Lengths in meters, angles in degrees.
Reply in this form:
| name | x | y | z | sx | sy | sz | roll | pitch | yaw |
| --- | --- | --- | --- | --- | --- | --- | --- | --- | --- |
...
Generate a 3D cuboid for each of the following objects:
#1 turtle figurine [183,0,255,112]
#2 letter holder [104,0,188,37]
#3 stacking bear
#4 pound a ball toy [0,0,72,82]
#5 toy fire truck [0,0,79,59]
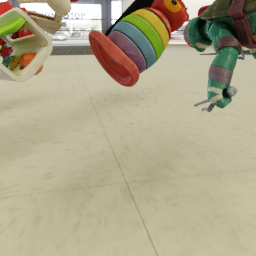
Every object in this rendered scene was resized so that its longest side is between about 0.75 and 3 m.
| name | x | y | z | sx | sy | sz | roll | pitch | yaw |
| --- | --- | --- | --- | --- | --- | --- | --- | --- | --- |
| turtle figurine | 1.612 | -1.129 | 3.564 | 2.053 | 1.381 | 2.742 | -43 | 29 | -28 |
| letter holder | 0.546 | -3.153 | 8.268 | 2.045 | 1.028 | 1.453 | -28 | 11 | 48 |
| stacking bear | 0.177 | -0.903 | 2.680 | 0.971 | 0.589 | 0.552 | -45 | -5 | -11 |
| pound a ball toy | -1.809 | -1.462 | 4.739 | 2.219 | 0.943 | 1.447 | 14 | 66 | 50 |
| toy fire truck | -2.551 | -2.892 | 7.729 | 2.111 | 0.730 | 2.994 | -28 | -12 | -26 |
